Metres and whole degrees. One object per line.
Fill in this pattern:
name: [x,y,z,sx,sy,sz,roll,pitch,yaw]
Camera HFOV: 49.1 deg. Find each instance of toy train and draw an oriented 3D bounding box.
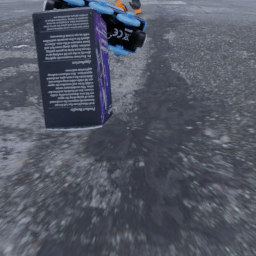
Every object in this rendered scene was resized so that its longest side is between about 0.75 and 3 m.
toy train: [-0.770,-2.704,7.079,2.592,1.124,1.481,15,30,-12]

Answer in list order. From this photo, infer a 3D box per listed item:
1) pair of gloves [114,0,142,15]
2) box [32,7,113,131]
pair of gloves: [0.005,-4.003,9.225,0.840,0.749,0.104,-17,-11,5]
box: [-0.771,-0.872,4.360,0.856,1.640,1.214,-3,12,5]
